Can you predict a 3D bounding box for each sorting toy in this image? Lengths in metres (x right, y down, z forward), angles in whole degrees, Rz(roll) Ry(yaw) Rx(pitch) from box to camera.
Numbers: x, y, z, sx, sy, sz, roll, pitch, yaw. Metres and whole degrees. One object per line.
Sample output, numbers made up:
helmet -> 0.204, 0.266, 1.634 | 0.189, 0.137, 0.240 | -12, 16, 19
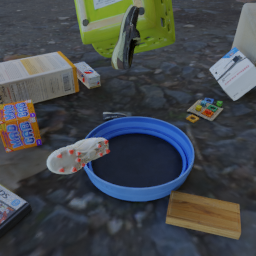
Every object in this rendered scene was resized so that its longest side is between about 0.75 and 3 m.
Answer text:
sorting toy -> 2.629, -0.663, 9.525 | 0.969, 0.234, 1.720 | 24, 43, 29

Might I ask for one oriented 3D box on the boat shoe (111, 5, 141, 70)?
boat shoe -> 0.062, -2.137, 6.713 | 0.521, 1.585, 0.566 | 16, -2, 17

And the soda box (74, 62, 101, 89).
soda box -> -1.678, -2.148, 11.326 | 0.521, 0.487, 1.529 | -20, 41, -25

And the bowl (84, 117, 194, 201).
bowl -> 0.237, 0.708, 7.362 | 2.898, 0.569, 2.898 | 0, 35, 0

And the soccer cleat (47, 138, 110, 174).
soccer cleat -> -0.882, 0.461, 4.859 | 0.513, 0.458, 1.322 | 3, 14, 40

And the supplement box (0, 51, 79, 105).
supplement box -> -3.523, -1.799, 10.348 | 2.914, 1.071, 1.836 | -18, 40, -23

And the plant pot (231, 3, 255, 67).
plant pot -> 5.733, -3.070, 11.061 | 2.647, 2.650, 2.346 | 5, 48, 7

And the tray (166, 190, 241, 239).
tray -> 1.628, 1.853, 6.089 | 1.504, 0.279, 0.742 | 8, 37, 13

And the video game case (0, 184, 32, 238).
video game case -> -3.509, 1.951, 5.953 | 1.901, 0.268, 2.103 | 22, 42, 26

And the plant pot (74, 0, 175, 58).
plant pot -> -0.186, -4.021, 9.095 | 2.841, 2.827, 2.578 | -7, 5, 20

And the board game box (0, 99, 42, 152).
board game box -> -3.132, -0.077, 8.079 | 1.000, 1.000, 1.001 | -14, 39, -18

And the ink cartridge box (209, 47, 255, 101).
ink cartridge box -> 3.977, -2.037, 10.411 | 0.748, 1.284, 1.776 | 36, 26, -26

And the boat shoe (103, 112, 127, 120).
boat shoe -> -0.428, -0.353, 9.181 | 0.796, 0.289, 0.250 | 5, 79, -2
